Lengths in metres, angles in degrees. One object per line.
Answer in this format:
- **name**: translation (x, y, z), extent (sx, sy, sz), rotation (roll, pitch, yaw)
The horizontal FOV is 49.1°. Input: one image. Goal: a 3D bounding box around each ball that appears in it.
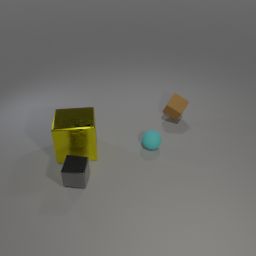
- **ball**: translation (0.862, 0.429, 10.153), extent (0.700, 0.700, 0.700), rotation (0, 33, 0)

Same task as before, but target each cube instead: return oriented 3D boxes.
- **cube**: translation (1.943, -0.865, 11.465), extent (0.700, 0.700, 0.700), rotation (32, 67, 4)
- **cube**: translation (-1.828, 0.225, 9.834), extent (1.400, 1.400, 1.400), rotation (-4, 34, -6)
- **cube**: translation (-1.594, 1.332, 8.585), extent (0.700, 0.700, 0.700), rotation (5, 42, 3)
